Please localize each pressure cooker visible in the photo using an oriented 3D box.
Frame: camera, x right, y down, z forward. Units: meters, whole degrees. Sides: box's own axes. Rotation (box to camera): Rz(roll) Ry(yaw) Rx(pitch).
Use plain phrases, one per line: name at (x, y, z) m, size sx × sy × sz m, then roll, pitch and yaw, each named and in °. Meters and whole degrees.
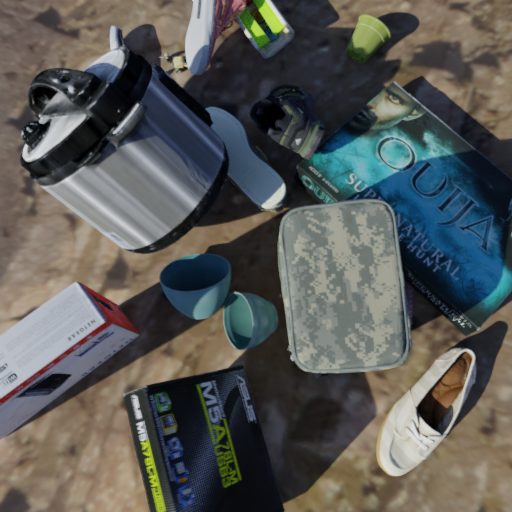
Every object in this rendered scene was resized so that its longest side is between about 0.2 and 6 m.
pressure cooker at (-2.526, -2.034, 10.193) m, size 3.002 × 3.414 × 3.049 m, roll -29°, pitch 38°, yaw 26°

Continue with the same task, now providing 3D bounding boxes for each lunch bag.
lunch bag at (1.510, 0.676, 10.116) m, size 2.081 × 2.505 × 2.986 m, roll -7°, pitch 82°, yaw 6°

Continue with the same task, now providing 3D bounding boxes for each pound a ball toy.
pound a ball toy at (-0.309, -5.562, 12.965) m, size 1.454 × 0.947 × 2.230 m, roll -36°, pitch 77°, yaw 17°

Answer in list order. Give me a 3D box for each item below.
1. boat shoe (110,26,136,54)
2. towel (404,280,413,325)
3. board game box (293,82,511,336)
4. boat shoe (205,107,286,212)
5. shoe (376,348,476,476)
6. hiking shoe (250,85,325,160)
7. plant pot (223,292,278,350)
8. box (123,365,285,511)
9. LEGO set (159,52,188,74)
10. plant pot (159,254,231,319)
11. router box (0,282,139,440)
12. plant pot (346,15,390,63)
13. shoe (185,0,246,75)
boat shoe at (-2.964, -4.403, 12.728) m, size 0.573 × 0.604 × 1.729 m, roll -7°, pitch 77°, yaw -8°
towel at (2.315, 0.218, 11.693) m, size 1.910 × 0.303 × 2.660 m, roll 6°, pitch 75°, yaw 2°
board game box at (3.563, -1.138, 11.607) m, size 4.744 × 0.668 × 3.209 m, roll 44°, pitch 71°, yaw 10°
boat shoe at (-0.328, -2.016, 11.968) m, size 0.992 × 0.830 × 2.776 m, roll -39°, pitch 73°, yaw 2°
shoe at (3.295, 2.924, 10.745) m, size 1.011 × 0.772 × 2.891 m, roll 36°, pitch 78°, yaw 9°
hiking shoe at (0.507, -3.011, 11.514) m, size 1.312 × 2.607 × 0.987 m, roll 18°, pitch 118°, yaw -26°
plant pot at (-0.049, 1.256, 11.086) m, size 0.756 × 1.129 × 1.129 m, roll -3°, pitch 73°, yaw -32°
box at (-0.815, 3.477, 9.712) m, size 0.673 × 2.735 × 2.832 m, roll -26°, pitch 73°, yaw 33°
LEGO set at (-2.018, -3.553, 12.445) m, size 1.568 × 0.684 × 2.415 m, roll -3°, pitch 76°, yaw -1°
plant pot at (-1.151, 0.703, 11.136) m, size 1.393 × 1.393 × 0.938 m, roll -7°, pitch 120°, yaw -2°
router box at (-3.864, 1.972, 9.814) m, size 3.368 × 3.023 × 0.823 m, roll -37°, pitch 81°, yaw -8°
plant pot at (2.488, -4.882, 12.797) m, size 0.850 × 0.850 × 0.807 m, roll 34°, pitch 91°, yaw 8°
shoe at (-0.850, -5.083, 12.197) m, size 1.036 × 2.277 × 0.813 m, roll -11°, pitch 36°, yaw -34°
